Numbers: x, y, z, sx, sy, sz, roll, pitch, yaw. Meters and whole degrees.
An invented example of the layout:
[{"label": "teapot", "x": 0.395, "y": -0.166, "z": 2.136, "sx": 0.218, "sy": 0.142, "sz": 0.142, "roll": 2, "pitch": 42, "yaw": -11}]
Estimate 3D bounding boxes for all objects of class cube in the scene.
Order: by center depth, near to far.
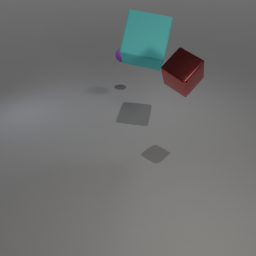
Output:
[{"label": "cube", "x": 1.282, "y": -1.293, "z": 6.540, "sx": 0.700, "sy": 0.700, "sz": 0.700, "roll": 39, "pitch": 81, "yaw": 24}, {"label": "cube", "x": 0.594, "y": -2.856, "z": 9.294, "sx": 1.400, "sy": 1.400, "sz": 1.400, "roll": 12, "pitch": 0, "yaw": 3}]

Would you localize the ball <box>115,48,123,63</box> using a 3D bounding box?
[{"label": "ball", "x": -0.250, "y": -3.489, "z": 13.409, "sx": 0.700, "sy": 0.700, "sz": 0.700, "roll": 0, "pitch": 30, "yaw": 0}]
